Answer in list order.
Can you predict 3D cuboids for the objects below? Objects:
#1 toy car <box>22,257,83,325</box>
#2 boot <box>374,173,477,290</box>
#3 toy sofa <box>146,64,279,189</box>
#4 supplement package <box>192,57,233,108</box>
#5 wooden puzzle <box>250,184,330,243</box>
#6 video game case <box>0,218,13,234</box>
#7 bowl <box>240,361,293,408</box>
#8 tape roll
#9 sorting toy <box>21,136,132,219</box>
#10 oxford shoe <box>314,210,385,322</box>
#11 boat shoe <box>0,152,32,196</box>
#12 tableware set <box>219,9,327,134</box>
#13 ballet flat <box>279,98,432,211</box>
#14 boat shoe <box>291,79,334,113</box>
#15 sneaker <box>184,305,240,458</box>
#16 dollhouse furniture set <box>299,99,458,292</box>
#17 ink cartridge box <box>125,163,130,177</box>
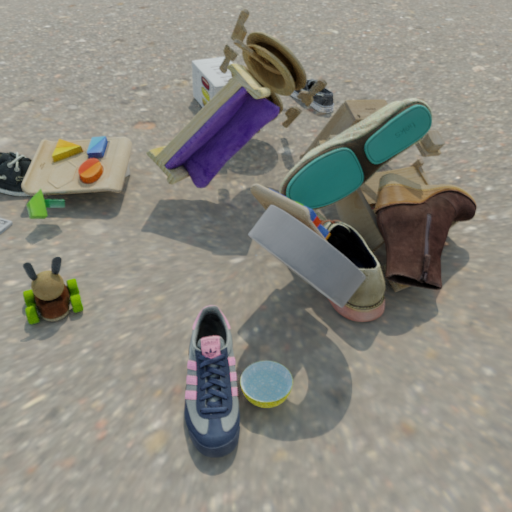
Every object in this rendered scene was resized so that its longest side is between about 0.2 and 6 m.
[{"bbox_3d":[-3.254,0.436,8.744,0.843,1.026,0.809,-15,42,-17],"label":"toy car"},{"bbox_3d":[2.910,-0.300,9.376,2.230,0.807,1.855,10,67,-27],"label":"boot"},{"bbox_3d":[-0.772,-2.341,10.575,1.195,2.449,1.014,48,19,-4],"label":"toy sofa"},{"bbox_3d":[-0.905,-4.317,14.501,0.997,1.036,1.821,-14,41,-19],"label":"supplement package"},{"bbox_3d":[0.618,-0.549,8.481,1.210,1.306,0.302,31,77,39],"label":"wooden puzzle"},{"bbox_3d":[-5.234,-0.510,10.632,0.868,0.096,0.792,15,42,17],"label":"video game case"},{"bbox_3d":[0.140,1.810,7.588,0.703,0.378,0.703,0,38,0],"label":"bowl"},{"bbox_3d":[0.689,0.007,7.750,0.546,1.653,1.653,-51,53,1],"label":"tape roll"},{"bbox_3d":[-3.630,-1.635,11.192,1.935,0.385,2.618,0,45,-1],"label":"sorting toy"},{"bbox_3d":[1.255,-0.278,9.522,1.085,1.131,3.064,-18,43,-21],"label":"oxford shoe"},{"bbox_3d":[-5.211,-1.790,11.669,2.452,0.740,0.927,1,39,1],"label":"boat shoe"},{"bbox_3d":[0.053,-3.591,11.755,2.167,3.278,0.657,40,82,-8],"label":"tableware set"},{"bbox_3d":[1.601,-1.670,9.359,2.917,0.984,0.910,-30,26,-5],"label":"ballet flat"},{"bbox_3d":[1.458,-4.451,15.001,0.649,0.613,1.809,-19,43,-21],"label":"boat shoe"},{"bbox_3d":[-0.624,1.581,7.473,0.746,0.872,2.127,-5,40,-6],"label":"sneaker"},{"bbox_3d":[2.599,-1.036,11.029,3.166,1.812,3.712,-12,69,-32],"label":"dollhouse furniture set"},{"bbox_3d":[-3.402,-1.940,12.066,1.113,0.467,0.809,23,45,26],"label":"ink cartridge box"}]
